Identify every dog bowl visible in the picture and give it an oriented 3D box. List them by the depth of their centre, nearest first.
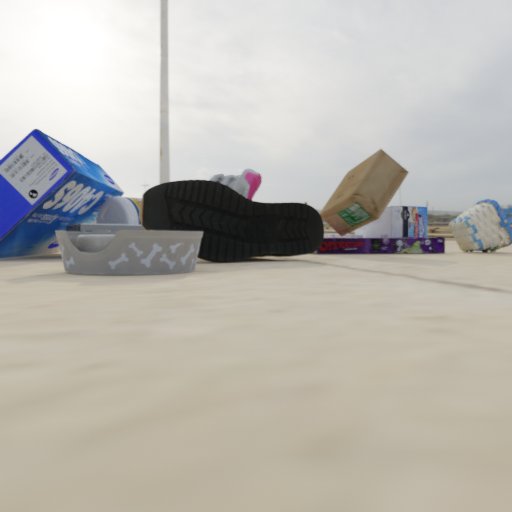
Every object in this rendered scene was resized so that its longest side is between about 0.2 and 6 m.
[{"bbox_3d":[-1.361,-0.050,6.101,1.572,0.461,1.572,0,3,0],"label":"dog bowl"}]

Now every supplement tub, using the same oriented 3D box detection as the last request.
[{"bbox_3d":[-2.464,-0.648,12.156,1.215,1.215,1.680,1,3,36],"label":"supplement tub"}]

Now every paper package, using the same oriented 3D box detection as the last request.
[{"bbox_3d":[2.425,-1.413,12.841,0.864,1.593,1.671,39,-22,-9],"label":"paper package"}]

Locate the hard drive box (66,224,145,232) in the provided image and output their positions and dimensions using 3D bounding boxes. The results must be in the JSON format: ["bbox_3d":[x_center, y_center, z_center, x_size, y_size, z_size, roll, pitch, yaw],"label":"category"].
[{"bbox_3d":[-2.597,-0.278,10.395,1.582,0.607,1.233,-1,2,-29],"label":"hard drive box"}]

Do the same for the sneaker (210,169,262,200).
[{"bbox_3d":[-0.596,-1.167,10.863,0.908,0.837,2.059,33,-27,-10],"label":"sneaker"}]

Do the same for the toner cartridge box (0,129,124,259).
[{"bbox_3d":[-3.891,-1.000,10.578,2.073,0.942,4.365,-42,4,-1],"label":"toner cartridge box"}]

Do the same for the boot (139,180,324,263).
[{"bbox_3d":[-0.708,-0.349,9.034,2.998,1.161,2.074,11,-11,-32],"label":"boot"}]

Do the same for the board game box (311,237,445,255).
[{"bbox_3d":[2.544,-0.243,12.852,2.953,0.477,1.773,-1,-2,-11],"label":"board game box"}]

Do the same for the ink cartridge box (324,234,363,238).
[{"bbox_3d":[2.210,-0.351,14.815,1.065,0.451,0.769,3,3,32],"label":"ink cartridge box"}]

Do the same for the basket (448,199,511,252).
[{"bbox_3d":[5.630,-0.780,13.277,1.763,1.226,1.554,-29,-1,2],"label":"basket"}]

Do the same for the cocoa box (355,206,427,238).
[{"bbox_3d":[3.561,-0.721,14.896,1.147,1.166,1.748,0,2,-22],"label":"cocoa box"}]
